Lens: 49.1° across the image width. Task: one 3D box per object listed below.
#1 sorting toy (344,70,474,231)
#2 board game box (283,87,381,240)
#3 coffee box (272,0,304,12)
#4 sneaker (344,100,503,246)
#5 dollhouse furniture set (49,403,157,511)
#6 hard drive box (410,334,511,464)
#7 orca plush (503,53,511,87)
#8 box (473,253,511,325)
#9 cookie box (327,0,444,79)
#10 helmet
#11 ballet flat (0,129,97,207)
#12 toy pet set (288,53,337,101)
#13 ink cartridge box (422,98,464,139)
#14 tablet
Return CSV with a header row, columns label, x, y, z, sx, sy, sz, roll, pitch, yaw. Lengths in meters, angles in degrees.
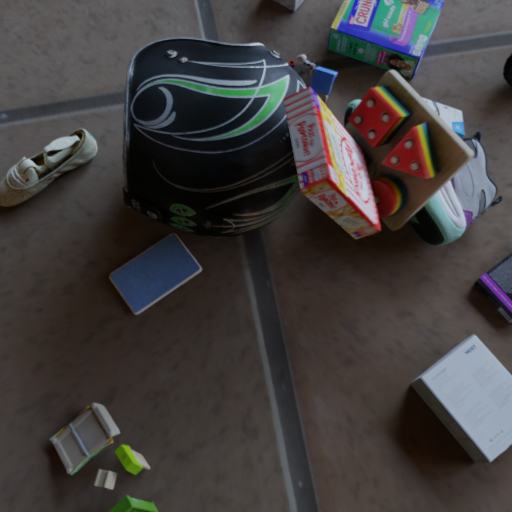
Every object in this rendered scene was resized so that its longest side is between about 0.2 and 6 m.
label,x,y,z,sx,sy,sz,roll,pitch,yaw
sorting toy,2.077,-1.585,8.964,0.656,1.886,1.874,-24,70,-42
board game box,1.108,-1.240,7.954,0.451,1.949,1.476,-19,65,25
coffee box,0.705,-5.812,11.686,0.818,0.809,0.817,32,72,12
sneaker,3.114,-1.854,10.016,2.123,1.180,3.035,-32,81,-14
dollhouse furniture set,-2.209,3.169,8.417,0.922,0.713,1.846,-42,55,-8
hard drive box,3.380,2.191,8.631,1.186,0.584,1.522,-33,72,-12
orca plush,6.187,-4.415,10.877,3.504,1.844,1.246,-42,32,9
box,4.492,0.432,9.529,1.276,0.230,0.912,-34,73,-11
cookie box,2.584,-4.631,11.272,1.861,0.699,1.592,22,72,9
helmet,-0.506,-1.845,9.007,2.990,3.136,3.136,3,68,-7
ballet flat,-3.877,-1.668,10.131,2.081,0.649,0.702,-36,70,-13
toy pet set,0.944,-3.392,10.835,1.083,0.616,1.160,20,70,8
ink cartridge box,2.860,-2.272,9.415,1.162,0.387,0.673,16,52,-7
tablet,-1.734,0.295,9.652,1.384,0.095,0.901,-35,73,-12
